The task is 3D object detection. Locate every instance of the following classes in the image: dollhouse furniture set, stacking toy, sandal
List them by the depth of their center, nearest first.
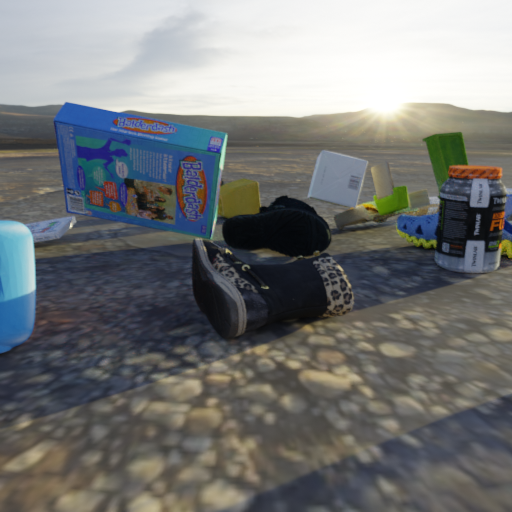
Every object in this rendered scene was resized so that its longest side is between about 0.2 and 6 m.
[{"bbox_3d":[-3.831,0.333,7.154,1.618,1.530,2.787,0,2,-28],"label":"stacking toy"},{"bbox_3d":[4.191,-0.690,11.203,2.749,1.197,1.093,5,17,27],"label":"sandal"},{"bbox_3d":[3.075,-1.554,12.313,1.630,1.259,3.261,-11,-4,-29],"label":"dollhouse furniture set"}]

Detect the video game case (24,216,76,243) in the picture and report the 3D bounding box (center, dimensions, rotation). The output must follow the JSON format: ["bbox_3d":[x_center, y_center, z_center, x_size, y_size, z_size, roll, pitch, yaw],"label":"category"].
[{"bbox_3d":[-4.500,-0.488,11.429,1.325,0.172,1.455,-10,17,-2],"label":"video game case"}]

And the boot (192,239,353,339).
[{"bbox_3d":[0.093,0.317,7.756,1.786,0.868,2.372,-6,19,-17],"label":"boot"}]

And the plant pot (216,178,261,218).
[{"bbox_3d":[-0.547,-1.424,14.699,1.010,0.988,0.981,-14,18,-22],"label":"plant pot"}]

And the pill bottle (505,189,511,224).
[{"bbox_3d":[5.793,-1.039,12.960,0.560,0.985,0.560,-1,14,0],"label":"pill bottle"}]

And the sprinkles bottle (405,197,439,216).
[{"bbox_3d":[4.668,-1.321,14.973,1.538,0.525,0.525,-8,16,-31],"label":"sprinkles bottle"}]

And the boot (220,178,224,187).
[{"bbox_3d":[-2.249,-2.320,16.200,2.303,1.040,2.811,3,41,-26],"label":"boot"}]

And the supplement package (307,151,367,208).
[{"bbox_3d":[1.793,-1.695,12.667,1.013,1.052,1.849,14,6,2],"label":"supplement package"}]

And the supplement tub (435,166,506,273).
[{"bbox_3d":[3.751,-0.664,9.804,1.090,1.779,1.090,0,14,0],"label":"supplement tub"}]

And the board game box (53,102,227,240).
[{"bbox_3d":[-2.314,-1.650,11.425,3.191,2.427,0.718,12,47,-2],"label":"board game box"}]

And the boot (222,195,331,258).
[{"bbox_3d":[0.795,-0.694,11.614,2.459,0.939,2.066,2,17,34],"label":"boot"}]
